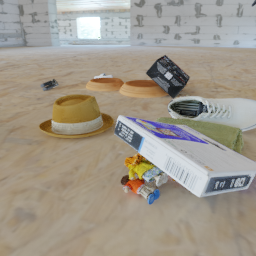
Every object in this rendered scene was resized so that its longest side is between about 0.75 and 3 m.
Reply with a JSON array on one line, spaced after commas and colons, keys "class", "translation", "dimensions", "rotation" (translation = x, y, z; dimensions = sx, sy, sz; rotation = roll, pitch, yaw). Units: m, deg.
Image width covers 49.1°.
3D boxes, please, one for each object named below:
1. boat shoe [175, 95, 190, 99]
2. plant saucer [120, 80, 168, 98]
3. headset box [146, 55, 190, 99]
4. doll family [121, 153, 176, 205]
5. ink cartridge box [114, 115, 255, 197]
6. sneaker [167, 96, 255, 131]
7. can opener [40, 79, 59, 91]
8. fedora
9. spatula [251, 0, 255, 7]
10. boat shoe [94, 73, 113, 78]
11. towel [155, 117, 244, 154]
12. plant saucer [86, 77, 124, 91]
[{"class": "boat shoe", "translation": [1.979, -0.877, 10.345], "dimensions": [0.588, 0.620, 1.637], "rotation": [2, 11, 15]}, {"class": "plant saucer", "translation": [0.794, -1.922, 13.322], "dimensions": [2.388, 0.447, 2.388], "rotation": [0, 21, 0]}, {"class": "headset box", "translation": [1.923, -2.456, 12.970], "dimensions": [1.682, 0.873, 2.260], "rotation": [42, 25, -1]}, {"class": "doll family", "translation": [0.523, 0.761, 5.577], "dimensions": [1.606, 0.724, 0.997], "rotation": [-15, 28, -40]}, {"class": "ink cartridge box", "translation": [1.246, 0.474, 5.602], "dimensions": [2.300, 0.499, 2.278], "rotation": [5, 20, -43]}, {"class": "sneaker", "translation": [2.493, -0.416, 8.181], "dimensions": [2.823, 1.031, 0.999], "rotation": [0, -7, 30]}, {"class": "can opener", "translation": [-4.019, -2.149, 14.220], "dimensions": [0.500, 0.399, 1.495], "rotation": [-28, 11, 23]}, {"class": "fedora", "translation": [-1.562, -0.463, 8.587], "dimensions": [2.371, 0.967, 2.371], "rotation": [0, 20, 0]}, {"class": "spatula", "translation": [2.684, -2.713, 5.260], "dimensions": [0.107, 1.041, 0.294], "rotation": [37, 55, 4]}, {"class": "boat shoe", "translation": [-1.395, -2.972, 16.214], "dimensions": [1.256, 0.411, 0.462], "rotation": [9, 22, 23]}, {"class": "towel", "translation": [1.693, 0.268, 7.342], "dimensions": [2.502, 0.456, 1.856], "rotation": [9, 23, 21]}, {"class": "plant saucer", "translation": [-1.137, -2.286, 14.404], "dimensions": [2.051, 0.384, 2.051], "rotation": [0, 19, 0]}]
